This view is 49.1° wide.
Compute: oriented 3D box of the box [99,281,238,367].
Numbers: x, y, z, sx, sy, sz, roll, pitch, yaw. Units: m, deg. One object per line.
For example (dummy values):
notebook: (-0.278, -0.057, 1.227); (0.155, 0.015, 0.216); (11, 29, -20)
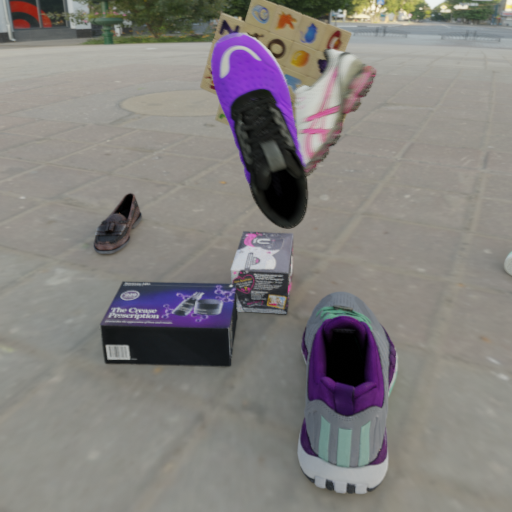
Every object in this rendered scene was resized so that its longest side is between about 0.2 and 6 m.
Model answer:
box: (-1.267, 1.008, 8.594); (1.876, 0.740, 1.324); (1, 24, 2)

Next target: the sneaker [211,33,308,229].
sneaker: (0.163, -1.530, 7.298); (0.927, 2.667, 1.327); (-18, 25, 5)

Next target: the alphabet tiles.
alphabet tiles: (0.497, -3.713, 11.752); (3.197, 2.660, 0.101); (23, 26, 4)

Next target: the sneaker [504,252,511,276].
sneaker: (5.729, 0.068, 10.414); (1.866, 0.687, 1.100); (15, 36, 31)

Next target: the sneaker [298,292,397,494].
sneaker: (1.273, 1.152, 7.301); (1.366, 1.607, 3.672); (3, 27, 5)

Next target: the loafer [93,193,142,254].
loafer: (-3.015, -0.736, 12.104); (0.745, 0.653, 2.073); (3, 27, 5)

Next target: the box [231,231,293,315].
box: (0.129, 0.251, 9.899); (1.005, 0.872, 1.521); (3, 27, 6)

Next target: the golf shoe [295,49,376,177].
golf shoe: (1.129, -2.557, 10.311); (1.126, 2.445, 0.888); (32, 13, 6)
